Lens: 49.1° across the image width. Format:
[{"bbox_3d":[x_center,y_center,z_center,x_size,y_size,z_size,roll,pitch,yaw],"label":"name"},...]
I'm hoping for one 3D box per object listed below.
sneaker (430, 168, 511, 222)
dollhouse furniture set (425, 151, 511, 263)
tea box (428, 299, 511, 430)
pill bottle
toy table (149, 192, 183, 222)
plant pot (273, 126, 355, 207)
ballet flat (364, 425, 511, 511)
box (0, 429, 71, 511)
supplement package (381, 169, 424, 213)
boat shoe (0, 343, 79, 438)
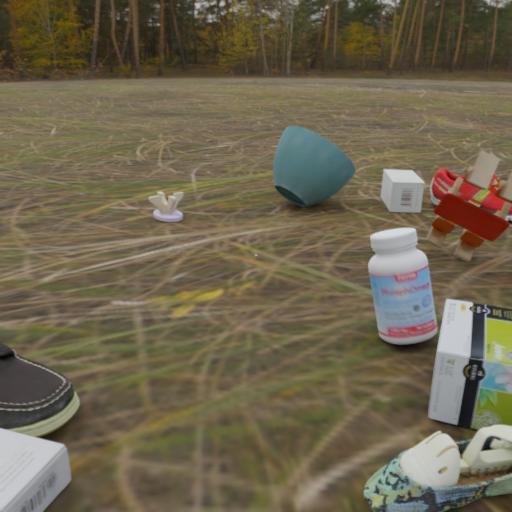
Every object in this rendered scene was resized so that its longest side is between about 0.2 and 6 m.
[{"bbox_3d":[4.637,-1.298,11.189,2.320,0.985,0.894,13,25,30],"label":"sneaker"},{"bbox_3d":[3.512,-0.413,8.316,1.722,1.741,0.897,28,63,9],"label":"dollhouse furniture set"},{"bbox_3d":[2.363,1.079,5.475,1.161,0.789,1.181,8,23,20],"label":"tea box"},{"bbox_3d":[1.695,0.341,6.568,0.685,1.261,0.685,-11,10,2],"label":"pill bottle"},{"bbox_3d":[-1.759,-0.990,11.119,0.791,0.463,0.727,17,26,41],"label":"toy table"},{"bbox_3d":[1.019,-1.715,11.699,1.727,1.163,1.727,34,-6,4],"label":"plant pot"},{"bbox_3d":[1.640,1.620,4.445,1.656,0.615,0.615,-6,22,-14],"label":"ballet flat"},{"bbox_3d":[-2.871,1.816,4.124,2.354,0.428,1.699,6,22,17],"label":"box"},{"bbox_3d":[3.077,-1.386,11.858,0.664,0.662,1.132,1,22,2],"label":"supplement package"},{"bbox_3d":[-2.922,1.098,5.366,2.579,0.836,0.944,6,22,15],"label":"boat shoe"}]
